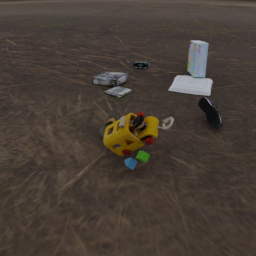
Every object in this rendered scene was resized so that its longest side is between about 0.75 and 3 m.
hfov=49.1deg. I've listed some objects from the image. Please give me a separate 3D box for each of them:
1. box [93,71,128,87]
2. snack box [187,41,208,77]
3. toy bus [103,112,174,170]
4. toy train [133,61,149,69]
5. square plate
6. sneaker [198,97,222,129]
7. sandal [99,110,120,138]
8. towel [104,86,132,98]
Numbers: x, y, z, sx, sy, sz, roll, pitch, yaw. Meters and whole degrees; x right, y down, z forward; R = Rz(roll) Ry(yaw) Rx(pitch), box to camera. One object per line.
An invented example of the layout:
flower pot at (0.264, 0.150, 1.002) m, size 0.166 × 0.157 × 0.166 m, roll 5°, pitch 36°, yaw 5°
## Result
box at (-0.832, -2.334, 13.232) m, size 1.344 × 0.325 × 1.064 m, roll 11°, pitch 31°, yaw 26°
snack box at (3.376, -3.420, 13.684) m, size 0.626 × 1.559 × 1.849 m, roll 1°, pitch 20°, yaw 1°
toy bus at (0.107, 0.060, 7.822) m, size 0.917 × 1.774 × 1.674 m, roll 35°, pitch -1°, yaw -29°
toy train at (0.714, -3.434, 15.155) m, size 0.911 × 0.388 × 0.519 m, roll 6°, pitch 22°, yaw 9°
square plate at (2.927, -2.024, 12.878) m, size 1.808 × 0.260 × 1.826 m, roll 10°, pitch 32°, yaw 16°
sneaker at (3.049, -0.516, 9.833) m, size 0.612 × 0.529 × 1.398 m, roll 13°, pitch 43°, yaw -32°
sandal at (-0.591, -0.133, 9.085) m, size 1.007 × 0.411 × 0.275 m, roll -54°, pitch 8°, yaw -12°
towel at (-0.442, -1.617, 12.278) m, size 0.894 × 0.160 × 0.928 m, roll 22°, pitch 37°, yaw 32°
